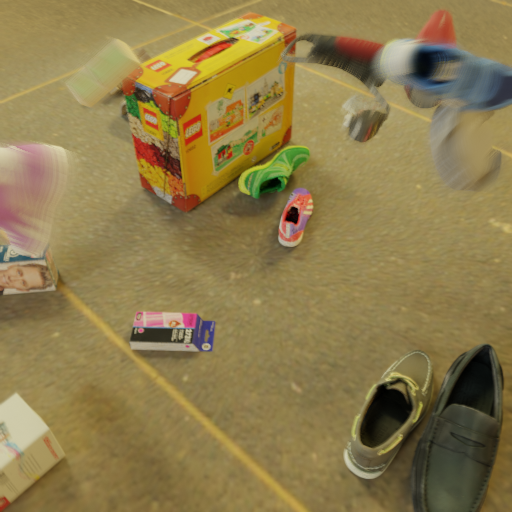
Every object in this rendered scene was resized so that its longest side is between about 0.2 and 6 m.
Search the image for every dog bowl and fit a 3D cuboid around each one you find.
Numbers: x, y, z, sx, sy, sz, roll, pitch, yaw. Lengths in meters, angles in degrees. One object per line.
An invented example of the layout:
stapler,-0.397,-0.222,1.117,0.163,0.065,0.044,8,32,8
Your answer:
dog bowl,3.808,-2.057,10.192,0.550,1.876,1.876,-5,33,45

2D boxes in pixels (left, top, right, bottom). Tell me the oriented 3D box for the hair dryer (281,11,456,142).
hair dryer,2.424,-3.664,10.115,3.389,0.921,2.581,-27,72,-21

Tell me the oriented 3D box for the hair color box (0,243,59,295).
hair color box,-4.846,0.276,10.822,1.785,0.893,0.540,-6,46,-5

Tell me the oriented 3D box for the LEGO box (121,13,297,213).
LEGO box,-0.889,-3.359,12.928,1.541,2.973,3.993,31,53,27

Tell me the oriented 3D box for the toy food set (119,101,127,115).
toy food set,-2.295,-4.263,15.514,2.536,0.766,1.820,13,47,24

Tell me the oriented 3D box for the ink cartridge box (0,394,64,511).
ink cartridge box,-3.681,2.898,8.225,0.918,0.922,1.269,33,54,28

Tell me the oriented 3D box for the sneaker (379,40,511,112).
sneaker,3.124,-2.810,8.832,2.305,0.852,0.948,12,14,-3

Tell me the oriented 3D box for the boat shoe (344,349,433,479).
boat shoe,2.225,2.346,8.896,0.885,0.740,2.477,26,51,23

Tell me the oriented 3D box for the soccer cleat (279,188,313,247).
soccer cleat,0.890,-0.994,12.235,0.615,0.660,1.804,11,47,10

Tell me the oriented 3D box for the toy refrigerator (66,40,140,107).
toy refrigerator,-2.888,-3.430,10.549,1.309,0.497,0.458,-35,2,14

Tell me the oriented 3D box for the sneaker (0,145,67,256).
sneaker,-3.688,-0.771,8.071,1.422,2.493,0.904,-7,63,-32

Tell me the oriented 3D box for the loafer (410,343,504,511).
loafer,3.042,2.642,8.346,1.071,1.108,3.155,18,48,17

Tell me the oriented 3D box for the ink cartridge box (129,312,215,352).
ink cartridge box,-1.507,1.382,10.205,1.487,0.276,0.704,3,45,0

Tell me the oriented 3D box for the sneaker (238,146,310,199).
sneaker,0.533,-1.893,13.164,1.971,0.730,0.824,-33,59,-18

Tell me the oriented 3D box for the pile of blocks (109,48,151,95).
pile of blocks,-3.842,-5.264,16.572,0.671,0.887,2.161,49,64,-12
